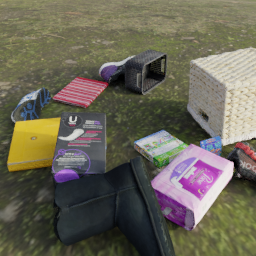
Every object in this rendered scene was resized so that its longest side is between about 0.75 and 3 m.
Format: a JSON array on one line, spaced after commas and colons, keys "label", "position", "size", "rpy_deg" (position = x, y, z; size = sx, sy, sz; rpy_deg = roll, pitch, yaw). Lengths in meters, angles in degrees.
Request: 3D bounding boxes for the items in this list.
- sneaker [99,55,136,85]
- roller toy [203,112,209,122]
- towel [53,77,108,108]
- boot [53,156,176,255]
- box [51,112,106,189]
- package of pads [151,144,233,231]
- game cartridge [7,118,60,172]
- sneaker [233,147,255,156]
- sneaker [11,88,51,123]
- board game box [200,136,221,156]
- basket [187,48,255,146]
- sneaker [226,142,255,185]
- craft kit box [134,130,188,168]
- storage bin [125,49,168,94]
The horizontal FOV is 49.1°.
[{"label": "sneaker", "position": [-0.048, -2.967, 15.091], "size": [2.918, 1.105, 1.278], "rpy_deg": [-24, 58, -30]}, {"label": "roller toy", "position": [3.893, -0.752, 10.944], "size": [1.733, 1.328, 1.900], "rpy_deg": [20, 43, 24]}, {"label": "towel", "position": [-2.242, -1.766, 13.658], "size": [1.824, 0.284, 2.523], "rpy_deg": [13, 37, 16]}, {"label": "boot", "position": [-0.389, 2.334, 6.585], "size": [2.475, 1.125, 2.946], "rpy_deg": [-22, 64, 5]}, {"label": "box", "position": [-1.381, 0.749, 8.385], "size": [1.437, 1.247, 2.351], "rpy_deg": [2, 46, -5]}, {"label": "package of pads", "position": [1.789, 1.550, 7.899], "size": [1.516, 0.952, 2.516], "rpy_deg": [24, 40, 32]}, {"label": "game cartridge", "position": [-2.644, 0.456, 10.106], "size": [2.911, 0.472, 2.566], "rpy_deg": [-4, 33, -12]}, {"label": "sneaker", "position": [4.154, 0.951, 9.449], "size": [0.651, 0.414, 1.141], "rpy_deg": [8, 15, -34]}, {"label": "sneaker", "position": [-4.202, -0.869, 11.925], "size": [0.919, 0.904, 2.387], "rpy_deg": [-11, 27, 24]}, {"label": "board game box", "position": [2.667, 0.669, 9.000], "size": [0.626, 0.823, 0.185], "rpy_deg": [-17, 45, 2]}, {"label": "basket", "position": [4.075, -1.285, 10.362], "size": [2.919, 2.348, 2.893], "rpy_deg": [-12, 33, -9]}, {"label": "sneaker", "position": [3.800, 1.373, 8.427], "size": [0.994, 0.719, 2.035], "rpy_deg": [-36, 59, -8]}, {"label": "craft kit box", "position": [1.171, 0.680, 9.807], "size": [1.408, 0.342, 1.391], "rpy_deg": [-21, 34, -28]}, {"label": "storage bin", "position": [0.934, -2.868, 14.121], "size": [1.082, 1.561, 2.309], "rpy_deg": [21, 40, 29]}]
